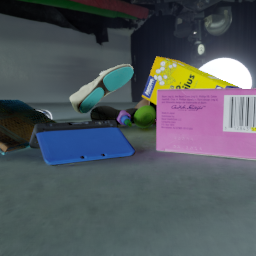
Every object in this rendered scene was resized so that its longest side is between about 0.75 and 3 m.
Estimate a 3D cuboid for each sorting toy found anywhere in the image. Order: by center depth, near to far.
[{"bbox_3d":[0.918,-0.231,9.879,2.543,0.882,0.876,-1,30,-26],"label":"sorting toy"}]

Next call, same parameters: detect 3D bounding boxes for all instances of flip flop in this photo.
[{"bbox_3d":[-0.402,-0.394,10.670,2.048,0.830,0.590,-2,-16,-8],"label":"flip flop"}]

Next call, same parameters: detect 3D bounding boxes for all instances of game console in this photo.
[{"bbox_3d":[-1.001,0.429,5.786,1.765,1.044,1.506,-3,-24,-28],"label":"game console"}]

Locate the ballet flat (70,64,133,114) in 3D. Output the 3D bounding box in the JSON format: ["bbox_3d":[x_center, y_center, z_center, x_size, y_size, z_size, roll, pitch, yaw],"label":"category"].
[{"bbox_3d":[-1.048,-1.641,10.638,2.737,0.951,0.951,-39,19,-14],"label":"ballet flat"}]

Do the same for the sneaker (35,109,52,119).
[{"bbox_3d":[-4.006,-0.425,10.222,2.262,0.827,1.266,0,6,-7],"label":"sneaker"}]

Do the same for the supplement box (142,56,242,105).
[{"bbox_3d":[2.185,-1.199,9.607,2.838,1.545,1.554,32,23,30],"label":"supplement box"}]

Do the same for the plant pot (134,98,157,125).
[{"bbox_3d":[0.898,-0.722,11.541,1.368,1.368,1.463,-5,-4,-38],"label":"plant pot"}]

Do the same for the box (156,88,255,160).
[{"bbox_3d":[2.275,-0.238,6.430,2.416,1.328,2.747,4,7,28],"label":"box"}]

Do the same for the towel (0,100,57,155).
[{"bbox_3d":[-2.828,-0.142,6.818,1.952,0.289,2.662,30,14,9],"label":"towel"}]
